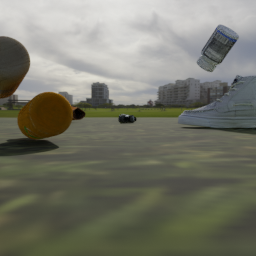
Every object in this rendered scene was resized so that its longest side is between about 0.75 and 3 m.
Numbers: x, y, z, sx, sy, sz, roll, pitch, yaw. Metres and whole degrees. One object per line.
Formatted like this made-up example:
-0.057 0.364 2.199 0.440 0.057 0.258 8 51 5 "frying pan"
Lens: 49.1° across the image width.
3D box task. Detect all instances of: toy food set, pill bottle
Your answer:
-2.264 -0.490 3.081 2.996 1.430 1.348 -1 -6 -29 "toy food set"
2.983 -2.655 9.457 0.809 1.423 0.809 18 38 -15 "pill bottle"

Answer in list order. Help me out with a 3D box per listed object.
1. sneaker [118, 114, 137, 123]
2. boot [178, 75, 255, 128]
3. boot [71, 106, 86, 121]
0.013 -0.398 11.923 0.535 0.393 1.182 -2 0 25 "sneaker"
2.790 -0.696 7.435 2.880 1.376 1.059 1 3 17 "boot"
-3.096 -0.764 13.958 2.168 1.033 2.803 0 14 16 "boot"
